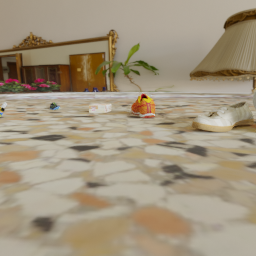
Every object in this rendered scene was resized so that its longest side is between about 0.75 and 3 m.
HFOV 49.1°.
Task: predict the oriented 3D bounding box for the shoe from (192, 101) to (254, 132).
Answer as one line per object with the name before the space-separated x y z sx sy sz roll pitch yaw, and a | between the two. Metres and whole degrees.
shoe | 2.408 -0.315 7.038 2.363 0.631 0.826 -8 12 -42

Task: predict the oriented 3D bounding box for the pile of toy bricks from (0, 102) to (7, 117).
pile of toy bricks | -4.635 -0.611 9.219 0.766 0.861 1.551 -38 23 2

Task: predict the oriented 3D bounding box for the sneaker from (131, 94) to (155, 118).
sneaker | 0.578 -0.830 9.992 0.747 0.789 2.047 -3 8 -13

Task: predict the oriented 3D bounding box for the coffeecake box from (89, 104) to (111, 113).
coffeecake box | -1.107 -0.798 11.275 0.662 0.315 0.863 2 9 13

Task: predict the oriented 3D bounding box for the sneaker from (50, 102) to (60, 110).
sneaker | -3.241 -0.962 12.318 0.278 0.325 0.784 -9 12 -37

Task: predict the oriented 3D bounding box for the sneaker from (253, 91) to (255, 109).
sneaker | 3.907 -0.441 6.567 2.965 1.118 1.133 7 8 -27
